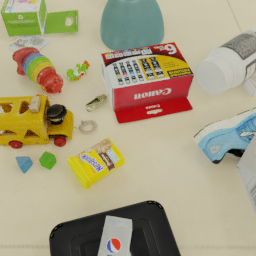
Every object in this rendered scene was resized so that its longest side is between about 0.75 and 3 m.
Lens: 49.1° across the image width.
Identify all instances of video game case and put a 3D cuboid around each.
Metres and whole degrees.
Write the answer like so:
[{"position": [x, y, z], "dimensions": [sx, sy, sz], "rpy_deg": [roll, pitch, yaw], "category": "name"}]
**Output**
[{"position": [-4.047, -3.410, 11.430], "dimensions": [1.253, 0.148, 1.141], "rpy_deg": [21, 55, 16], "category": "video game case"}]

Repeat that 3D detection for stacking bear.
[{"position": [-3.003, -1.915, 9.807], "dimensions": [1.046, 1.118, 1.840], "rpy_deg": [-38, 69, -26], "category": "stacking bear"}]

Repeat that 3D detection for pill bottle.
[{"position": [3.694, -2.297, 9.732], "dimensions": [2.603, 1.472, 1.472], "rpy_deg": [-33, 59, -24], "category": "pill bottle"}]

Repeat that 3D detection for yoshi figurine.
[{"position": [-1.880, -2.122, 10.251], "dimensions": [0.532, 0.534, 0.950], "rpy_deg": [20, 56, 34], "category": "yoshi figurine"}]

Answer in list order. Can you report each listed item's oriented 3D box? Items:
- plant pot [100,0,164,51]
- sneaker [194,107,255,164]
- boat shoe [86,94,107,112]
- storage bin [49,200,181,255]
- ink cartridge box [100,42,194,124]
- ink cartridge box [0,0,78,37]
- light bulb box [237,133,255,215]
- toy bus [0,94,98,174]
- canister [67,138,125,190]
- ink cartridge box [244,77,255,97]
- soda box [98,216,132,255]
[{"position": [0.149, -4.566, 11.205], "dimensions": [2.716, 1.830, 2.716], "rpy_deg": [-1, 55, 2], "category": "plant pot"}, {"position": [3.381, 0.278, 8.235], "dimensions": [2.836, 1.112, 1.276], "rpy_deg": [-20, 74, -10], "category": "sneaker"}, {"position": [-1.057, -0.896, 9.388], "dimensions": [0.872, 0.274, 0.318], "rpy_deg": [-38, 52, -24], "category": "boat shoe"}, {"position": [-0.264, 2.784, 6.008], "dimensions": [2.512, 1.177, 1.698], "rpy_deg": [-12, 53, -9], "category": "storage bin"}, {"position": [0.658, -1.555, 9.372], "dimensions": [2.705, 1.134, 2.375], "rpy_deg": [-12, 54, -10], "category": "ink cartridge box"}, {"position": [-3.628, -4.970, 11.960], "dimensions": [2.868, 1.087, 2.120], "rpy_deg": [-6, 47, -4], "category": "ink cartridge box"}, {"position": [4.536, 1.482, 6.674], "dimensions": [2.684, 1.675, 2.661], "rpy_deg": [-4, 52, -4], "category": "light bulb box"}, {"position": [-2.655, -0.290, 8.255], "dimensions": [2.488, 1.362, 2.636], "rpy_deg": [34, 60, 23], "category": "toy bus"}, {"position": [-0.867, 0.949, 7.772], "dimensions": [1.314, 0.569, 0.976], "rpy_deg": [-30, 65, -23], "category": "canister"}, {"position": [4.605, -1.475, 9.811], "dimensions": [0.817, 0.343, 0.592], "rpy_deg": [-12, 53, -9], "category": "ink cartridge box"}, {"position": [-0.295, 2.529, 5.127], "dimensions": [0.527, 0.567, 1.662], "rpy_deg": [7, 52, 6], "category": "soda box"}]
